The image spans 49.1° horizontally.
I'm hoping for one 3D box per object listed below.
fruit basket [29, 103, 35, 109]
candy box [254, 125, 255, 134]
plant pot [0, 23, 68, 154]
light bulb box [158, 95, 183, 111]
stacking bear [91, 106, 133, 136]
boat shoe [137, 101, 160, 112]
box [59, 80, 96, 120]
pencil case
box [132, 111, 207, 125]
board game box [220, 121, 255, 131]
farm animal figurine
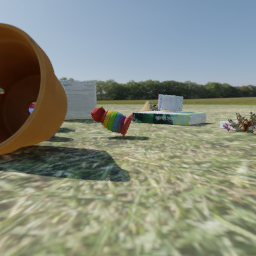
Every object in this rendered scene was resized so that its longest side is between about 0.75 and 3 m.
[{"bbox_3d":[-3.302,-0.632,10.349,1.881,0.881,1.742,28,-3,-10],"label":"fruit basket"},{"bbox_3d":[4.602,0.065,9.037,0.967,0.267,0.558,1,5,18],"label":"candy box"},{"bbox_3d":[-2.579,-0.651,6.277,2.683,2.683,1.878,2,-10,16],"label":"plant pot"},{"bbox_3d":[2.038,-1.201,13.551,1.118,0.698,1.109,5,4,7],"label":"light bulb box"},{"bbox_3d":[-0.539,-0.272,8.502,1.201,0.683,0.730,22,13,5],"label":"stacking bear"},{"bbox_3d":[1.097,-1.009,15.693,0.932,0.991,2.602,3,7,25],"label":"boat shoe"},{"bbox_3d":[-3.335,-1.557,15.712,2.405,2.060,2.393,-3,6,-38],"label":"box"},{"bbox_3d":[-3.041,-0.206,8.833,2.230,0.870,0.968,5,-10,41],"label":"pencil case"},{"bbox_3d":[1.970,-0.506,13.349,2.934,0.533,2.118,3,7,35],"label":"box"},{"bbox_3d":[4.496,-0.107,10.524,1.674,0.290,1.057,-1,5,-14],"label":"board game box"},{"bbox_3d":[3.888,-0.128,9.562,0.846,0.527,1.048,-44,18,-24],"label":"farm animal figurine"}]
